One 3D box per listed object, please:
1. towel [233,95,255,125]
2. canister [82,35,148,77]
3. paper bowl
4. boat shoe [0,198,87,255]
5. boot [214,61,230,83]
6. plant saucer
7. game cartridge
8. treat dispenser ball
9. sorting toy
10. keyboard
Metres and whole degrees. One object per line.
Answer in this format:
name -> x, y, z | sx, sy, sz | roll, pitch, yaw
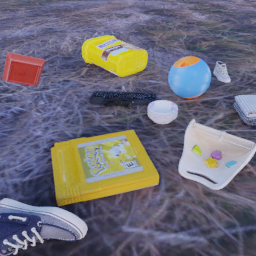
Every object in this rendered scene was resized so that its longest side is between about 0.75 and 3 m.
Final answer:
towel -> 4.576, -0.632, 9.650 | 1.530, 0.655, 1.267 | -1, 32, 1
canister -> -0.639, -3.520, 13.582 | 2.030, 1.183, 2.734 | -26, 42, -33
paper bowl -> 1.171, -0.505, 9.529 | 1.010, 0.525, 1.010 | 0, 33, 0
boat shoe -> -1.915, 2.084, 5.456 | 2.135, 0.797, 0.990 | 3, 37, 21
boot -> 4.228, -2.553, 12.568 | 0.484, 0.628, 1.315 | -6, 34, -9
plant saucer -> -3.572, -1.924, 9.592 | 1.218, 1.220, 0.224 | 6, 47, -29
game cartridge -> -0.725, 0.913, 7.485 | 2.505, 0.406, 2.208 | -9, 34, -15
treat dispenser ball -> 2.359, -1.938, 10.769 | 1.597, 1.597, 1.597 | 0, 33, 0
sorting toy -> 2.158, 0.818, 7.266 | 1.835, 0.980, 1.652 | 22, 47, 28
keyboard -> -0.175, -1.240, 10.709 | 2.523, 0.500, 1.313 | 1, 33, 3
